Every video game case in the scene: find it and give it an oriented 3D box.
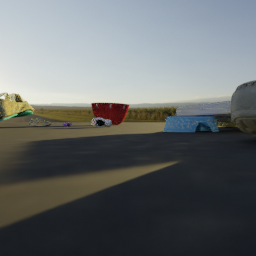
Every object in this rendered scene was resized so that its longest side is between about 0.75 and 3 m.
[{"bbox_3d":[2.319,-0.189,5.108,2.362,0.213,1.691,7,-1,-18],"label":"video game case"}]

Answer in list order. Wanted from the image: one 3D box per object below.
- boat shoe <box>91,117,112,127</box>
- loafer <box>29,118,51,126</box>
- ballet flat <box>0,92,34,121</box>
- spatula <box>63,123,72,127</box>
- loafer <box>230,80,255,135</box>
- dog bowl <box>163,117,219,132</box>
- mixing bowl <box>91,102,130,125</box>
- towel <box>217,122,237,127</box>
[{"bbox_3d":[-0.800,-0.161,7.738,0.789,0.290,0.258,0,-3,42],"label":"boat shoe"},{"bbox_3d":[-2.967,-0.200,9.414,0.829,0.283,0.314,0,1,15],"label":"loafer"},{"bbox_3d":[-2.299,-0.440,5.503,0.571,0.571,1.617,0,7,2],"label":"ballet flat"},{"bbox_3d":[-1.926,-0.100,9.009,0.299,0.109,1.056,-2,2,-15],"label":"spatula"},{"bbox_3d":[1.800,-0.320,2.687,2.386,0.832,0.834,-1,2,-39],"label":"loafer"},{"bbox_3d":[1.021,-0.061,4.498,0.982,0.244,0.548,0,1,-30],"label":"dog bowl"},{"bbox_3d":[-0.778,-0.592,12.150,1.686,0.913,1.686,2,-1,0],"label":"mixing bowl"},{"bbox_3d":[3.338,-0.259,7.921,1.970,0.484,2.655,1,1,9],"label":"towel"}]
